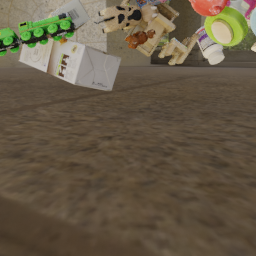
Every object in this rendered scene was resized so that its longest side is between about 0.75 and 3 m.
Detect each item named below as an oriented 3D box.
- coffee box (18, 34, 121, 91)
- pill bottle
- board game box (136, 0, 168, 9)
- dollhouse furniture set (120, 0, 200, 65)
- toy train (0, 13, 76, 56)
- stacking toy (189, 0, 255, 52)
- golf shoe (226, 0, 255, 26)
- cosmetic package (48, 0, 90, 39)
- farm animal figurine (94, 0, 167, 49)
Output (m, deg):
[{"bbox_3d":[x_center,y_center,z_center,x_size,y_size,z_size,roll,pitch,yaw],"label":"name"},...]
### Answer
[{"bbox_3d":[-1.862,-2.142,8.730,2.825,1.126,1.616,25,13,33],"label":"coffee box"},{"bbox_3d":[2.751,-2.763,9.362,0.671,1.205,0.671,-15,-19,-5],"label":"pill bottle"},{"bbox_3d":[0.724,-4.024,8.413,1.032,0.250,1.364,-13,4,13],"label":"board game box"},{"bbox_3d":[0.905,-3.292,8.590,2.257,1.711,2.576,32,5,-12],"label":"dollhouse furniture set"},{"bbox_3d":[-2.476,-2.461,7.255,2.300,0.649,0.480,-15,-21,1],"label":"toy train"},{"bbox_3d":[1.889,-1.675,4.632,1.904,0.804,1.724,30,-17,21],"label":"stacking toy"},{"bbox_3d":[2.839,-2.687,6.374,0.864,0.711,1.887,-7,12,-34],"label":"golf shoe"},{"bbox_3d":[-2.421,-3.898,10.542,1.203,0.850,2.324,-39,21,-18],"label":"cosmetic package"},{"bbox_3d":[0.253,-2.611,5.710,1.402,1.736,0.873,20,-3,-34],"label":"farm animal figurine"}]
